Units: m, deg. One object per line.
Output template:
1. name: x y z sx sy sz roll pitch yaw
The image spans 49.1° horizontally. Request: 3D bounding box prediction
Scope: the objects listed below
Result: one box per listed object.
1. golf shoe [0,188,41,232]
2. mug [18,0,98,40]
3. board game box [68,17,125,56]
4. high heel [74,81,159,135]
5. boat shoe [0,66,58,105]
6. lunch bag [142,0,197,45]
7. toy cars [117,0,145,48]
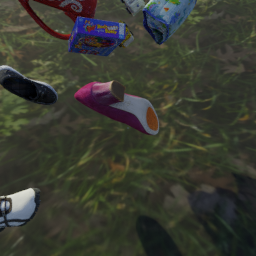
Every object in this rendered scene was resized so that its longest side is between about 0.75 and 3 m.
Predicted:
1. golf shoe: -1.925 1.258 4.231 1.328 0.628 0.516 -30 53 17
2. mug: -1.916 -3.568 7.039 2.376 1.585 2.109 12 81 -13
3. board game box: -0.819 -2.172 6.849 1.078 1.603 0.359 2 89 -19
4. high heel: -0.141 -0.316 5.738 0.951 1.983 0.668 -6 68 35
5. boat shoe: -2.216 -0.855 6.390 0.577 1.651 0.547 -47 52 6
6. lunch bag: 0.936 -2.558 6.223 0.828 1.300 1.105 39 91 13
7. toy cars: 0.043 -2.714 7.105 0.897 2.000 0.443 -26 67 -29
